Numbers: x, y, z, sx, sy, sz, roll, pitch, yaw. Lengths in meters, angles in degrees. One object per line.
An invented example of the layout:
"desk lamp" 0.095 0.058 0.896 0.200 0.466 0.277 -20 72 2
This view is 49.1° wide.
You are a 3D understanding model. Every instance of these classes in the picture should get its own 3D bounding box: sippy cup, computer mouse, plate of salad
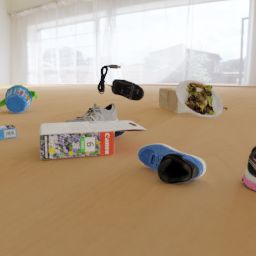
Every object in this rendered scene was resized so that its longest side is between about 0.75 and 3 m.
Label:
"sippy cup" -5.980 -1.468 15.174 1.493 1.902 1.394 36 10 -24
"computer mouse" -0.192 -1.556 9.252 1.601 1.124 0.369 12 34 6
"plate of salad" 3.674 -1.601 14.135 2.587 0.621 2.587 10 50 -13

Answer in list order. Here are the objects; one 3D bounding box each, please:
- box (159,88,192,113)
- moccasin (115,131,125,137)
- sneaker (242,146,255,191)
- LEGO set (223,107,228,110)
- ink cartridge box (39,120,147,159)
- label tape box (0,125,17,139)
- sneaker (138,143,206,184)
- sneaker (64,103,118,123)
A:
"box" 2.738 -1.619 15.987 1.027 1.255 2.643 -3 11 -16
"moccasin" -0.757 0.112 9.546 1.382 0.556 0.471 -9 -6 24
"sneaker" 3.185 0.818 4.977 2.178 0.940 0.875 8 16 33
"LEGO set" 4.907 -1.111 15.938 1.490 0.422 0.967 13 14 -2
"ink cartridge box" -1.049 0.280 8.136 2.889 0.727 1.574 -2 12 -16
"label tape box" -4.403 0.108 9.802 0.799 0.369 1.116 -7 15 -30
"sneaker" 0.760 0.741 6.077 1.647 0.632 0.916 16 10 33
"sneaker" -1.410 -0.421 10.641 0.954 1.047 2.553 9 15 37
